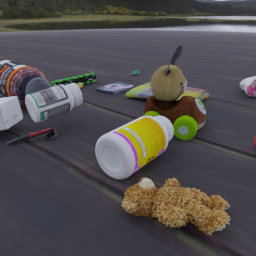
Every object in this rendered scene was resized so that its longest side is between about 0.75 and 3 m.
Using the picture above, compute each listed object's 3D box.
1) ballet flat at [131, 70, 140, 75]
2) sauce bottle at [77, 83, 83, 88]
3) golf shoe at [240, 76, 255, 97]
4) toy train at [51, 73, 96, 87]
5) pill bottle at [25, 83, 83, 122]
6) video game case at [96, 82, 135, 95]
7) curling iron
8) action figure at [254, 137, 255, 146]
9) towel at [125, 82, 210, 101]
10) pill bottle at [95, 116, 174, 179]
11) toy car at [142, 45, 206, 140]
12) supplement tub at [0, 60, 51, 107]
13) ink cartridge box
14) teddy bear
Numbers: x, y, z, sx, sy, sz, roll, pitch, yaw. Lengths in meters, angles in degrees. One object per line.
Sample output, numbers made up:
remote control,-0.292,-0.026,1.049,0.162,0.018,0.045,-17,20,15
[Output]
ballet flat,0.402,-3.123,15.826,0.276,0.268,0.776,-9,17,32
sauce bottle,-2.393,-1.935,13.088,0.247,0.247,0.763,11,27,24
golf shoe,5.366,-1.812,12.399,0.942,0.776,2.059,-3,16,37
toy train,-2.595,-2.275,13.598,0.692,0.512,2.453,8,23,42
pill bottle,-2.238,-0.816,8.590,1.555,0.879,0.879,-23,32,-30
video game case,-0.576,-1.870,13.069,1.096,0.146,1.534,18,28,35
curling iron,-2.733,0.277,8.006,1.405,0.180,0.348,-12,66,-17
action figure,3.576,0.685,6.941,0.577,0.456,1.763,6,27,6
towel,1.633,-1.413,11.735,2.997,0.341,2.152,14,28,33
pill bottle,0.271,0.348,6.839,1.084,1.084,2.079,18,30,35
toy car,1.472,-1.217,8.623,1.972,2.499,2.053,9,25,19
supplement tub,-4.214,-1.741,11.004,2.917,1.560,1.560,21,31,40
ink cartridge box,-4.320,-0.369,8.384,1.844,0.781,1.333,-6,18,3
teddy bear,0.879,1.336,5.142,1.963,0.655,1.423,15,26,30
